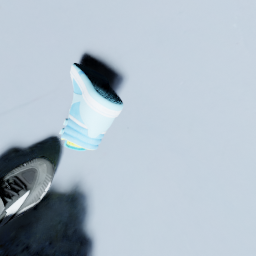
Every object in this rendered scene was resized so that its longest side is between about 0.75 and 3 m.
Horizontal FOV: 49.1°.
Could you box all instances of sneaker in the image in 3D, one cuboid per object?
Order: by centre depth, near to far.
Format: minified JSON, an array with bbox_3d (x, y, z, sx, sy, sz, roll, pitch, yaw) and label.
[{"bbox_3d":[-2.815,1.647,5.974,2.904,1.314,0.965,-38,84,-14],"label":"sneaker"},{"bbox_3d":[-1.227,-0.517,7.354,1.136,1.865,2.856,20,21,-26],"label":"sneaker"}]
